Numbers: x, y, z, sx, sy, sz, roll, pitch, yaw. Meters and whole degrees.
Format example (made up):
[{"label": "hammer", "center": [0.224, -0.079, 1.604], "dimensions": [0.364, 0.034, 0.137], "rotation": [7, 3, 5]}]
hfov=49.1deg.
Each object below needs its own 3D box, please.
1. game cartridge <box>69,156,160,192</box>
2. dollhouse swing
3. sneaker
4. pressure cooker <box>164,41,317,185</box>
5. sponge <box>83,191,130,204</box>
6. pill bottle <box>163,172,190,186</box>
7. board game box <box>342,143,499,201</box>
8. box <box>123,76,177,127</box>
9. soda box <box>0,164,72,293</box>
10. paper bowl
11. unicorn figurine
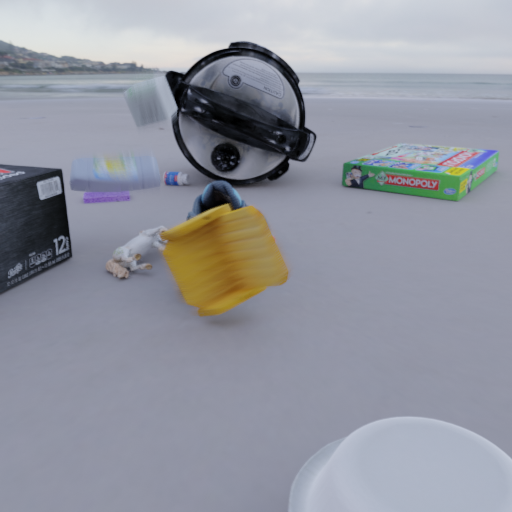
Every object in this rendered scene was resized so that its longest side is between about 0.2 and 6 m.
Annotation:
[{"label": "game cartridge", "center": [-2.199, -1.284, 8.763], "dimensions": [1.354, 0.274, 0.903], "rotation": [-5, 36, -13]}, {"label": "dollhouse swing", "center": [-0.371, 0.070, 6.321], "dimensions": [1.013, 1.115, 0.980], "rotation": [-27, 12, -17]}, {"label": "sneaker", "center": [-0.334, -0.480, 8.336], "dimensions": [1.129, 1.360, 2.846], "rotation": [3, 20, 9]}, {"label": "pressure cooker", "center": [-0.417, -3.517, 14.128], "dimensions": [3.346, 3.398, 3.804], "rotation": [-20, 19, 4]}, {"label": "sponge", "center": [-3.355, -1.333, 12.586], "dimensions": [1.004, 0.150, 0.560], "rotation": [-5, 21, -14]}, {"label": "pill bottle", "center": [-1.980, -1.924, 13.962], "dimensions": [0.608, 0.341, 0.341], "rotation": [4, 20, 16]}, {"label": "board game box", "center": [4.427, -2.309, 14.660], "dimensions": [2.842, 0.615, 4.224], "rotation": [11, 22, 31]}, {"label": "box", "center": [-1.730, -2.538, 9.202], "dimensions": [0.607, 0.610, 0.523], "rotation": [-10, 29, 18]}, {"label": "soda box", "center": [-4.393, -0.007, 6.825], "dimensions": [1.656, 1.482, 4.680], "rotation": [7, 20, 18]}, {"label": "paper bowl", "center": [0.984, 1.589, 3.309], "dimensions": [1.603, 0.834, 1.603], "rotation": [0, 21, 0]}, {"label": "unicorn figurine", "center": [-1.701, -0.138, 8.574], "dimensions": [1.438, 0.531, 0.988], "rotation": [-24, 19, -37]}]
